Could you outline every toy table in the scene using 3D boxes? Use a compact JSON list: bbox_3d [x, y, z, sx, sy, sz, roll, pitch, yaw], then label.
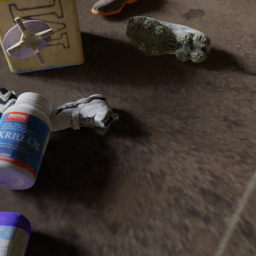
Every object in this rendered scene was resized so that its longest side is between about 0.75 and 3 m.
[{"bbox_3d":[-2.387,-2.095,6.748,1.237,1.137,0.724,-40,32,-3],"label":"toy table"}]

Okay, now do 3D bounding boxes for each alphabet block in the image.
[{"bbox_3d":[-2.802,-3.474,8.763,2.368,2.412,2.356,-12,51,-10],"label":"alphabet block"}]

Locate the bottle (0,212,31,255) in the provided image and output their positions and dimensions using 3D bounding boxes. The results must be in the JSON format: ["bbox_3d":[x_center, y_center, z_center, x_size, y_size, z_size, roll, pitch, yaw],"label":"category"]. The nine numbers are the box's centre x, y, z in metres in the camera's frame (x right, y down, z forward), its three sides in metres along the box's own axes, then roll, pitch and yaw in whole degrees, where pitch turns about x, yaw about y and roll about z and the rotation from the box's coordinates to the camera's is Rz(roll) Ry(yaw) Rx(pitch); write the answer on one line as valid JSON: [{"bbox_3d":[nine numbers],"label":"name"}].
[{"bbox_3d":[-2.360,2.605,4.640,0.972,0.760,2.327,-1,49,6],"label":"bottle"}]

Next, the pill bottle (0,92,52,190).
[{"bbox_3d":[-2.411,0.224,6.353,1.164,1.164,2.074,3,54,3],"label":"pill bottle"}]

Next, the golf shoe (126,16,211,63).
[{"bbox_3d":[1.381,-3.055,9.514,2.942,1.152,1.430,24,36,13],"label":"golf shoe"}]

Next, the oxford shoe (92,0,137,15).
[{"bbox_3d":[-0.507,-5.444,11.392,0.973,0.995,2.730,28,55,22],"label":"oxford shoe"}]

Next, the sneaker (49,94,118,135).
[{"bbox_3d":[-1.098,-0.226,7.146,1.718,0.645,0.987,-27,52,-26],"label":"sneaker"}]

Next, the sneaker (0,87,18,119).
[{"bbox_3d":[-3.789,-0.525,7.321,1.985,0.792,1.292,-21,51,-17],"label":"sneaker"}]
